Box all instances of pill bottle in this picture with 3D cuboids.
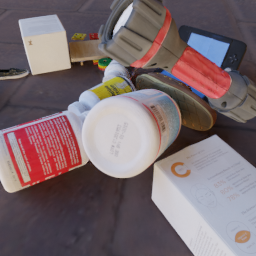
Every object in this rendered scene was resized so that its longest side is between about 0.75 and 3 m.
[{"bbox_3d":[0.278,-0.057,5.557,1.360,1.360,2.502,18,18,19],"label":"pill bottle"},{"bbox_3d":[-1.544,0.361,5.713,2.158,1.212,1.212,-20,45,-21],"label":"pill bottle"},{"bbox_3d":[-0.627,-0.618,7.025,1.649,0.923,0.923,-33,51,-31],"label":"pill bottle"},{"bbox_3d":[-0.227,-1.676,8.338,0.777,0.777,1.403,13,43,14],"label":"pill bottle"}]

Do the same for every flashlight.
[{"bbox_3d":[0.986,-0.890,4.185,2.884,0.980,0.976,25,65,-28],"label":"flashlight"}]

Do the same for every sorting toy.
[{"bbox_3d":[-1.353,-2.577,9.609,1.231,0.432,2.552,-9,43,-9],"label":"sorting toy"}]

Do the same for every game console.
[{"bbox_3d":[1.962,-1.929,8.274,2.251,1.940,1.336,29,23,28],"label":"game console"}]

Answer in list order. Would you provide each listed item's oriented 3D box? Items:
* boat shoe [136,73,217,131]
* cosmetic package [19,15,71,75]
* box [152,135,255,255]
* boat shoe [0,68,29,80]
[{"bbox_3d":[1.305,-0.852,7.299,0.862,0.918,2.551,-30,47,-26],"label":"boat shoe"},{"bbox_3d":[-2.717,-2.756,9.167,1.292,1.284,1.544,-14,43,-15],"label":"cosmetic package"},{"bbox_3d":[1.610,1.389,4.616,1.417,1.110,2.278,-21,46,-22],"label":"box"},{"bbox_3d":[-3.648,-1.739,8.779,0.990,0.280,0.340,-12,43,-13],"label":"boat shoe"}]
